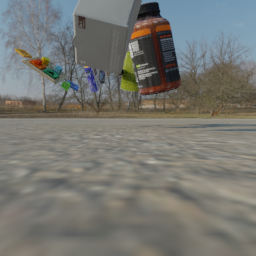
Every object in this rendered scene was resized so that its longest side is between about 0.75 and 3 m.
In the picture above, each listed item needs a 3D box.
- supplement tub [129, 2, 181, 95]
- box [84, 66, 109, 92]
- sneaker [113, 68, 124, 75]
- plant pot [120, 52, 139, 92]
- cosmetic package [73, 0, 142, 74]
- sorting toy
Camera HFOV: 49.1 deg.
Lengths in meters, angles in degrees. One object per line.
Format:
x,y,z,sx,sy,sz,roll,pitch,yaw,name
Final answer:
0.865,-2.759,9.904,1.601,2.994,1.601,-12,12,3,supplement tub
-0.962,-1.674,8.530,0.277,0.796,1.336,-2,33,18,box
-0.384,-2.249,11.158,0.410,0.475,1.083,-42,-8,3,sneaker
0.404,-2.433,11.705,1.507,1.451,1.507,-2,24,1,plant pot
-0.349,-2.812,6.567,1.250,2.771,1.480,11,-29,-1,cosmetic package
-2.730,-2.071,9.534,2.504,0.341,1.410,34,18,-3,sorting toy
